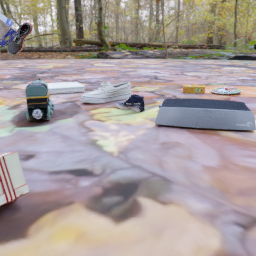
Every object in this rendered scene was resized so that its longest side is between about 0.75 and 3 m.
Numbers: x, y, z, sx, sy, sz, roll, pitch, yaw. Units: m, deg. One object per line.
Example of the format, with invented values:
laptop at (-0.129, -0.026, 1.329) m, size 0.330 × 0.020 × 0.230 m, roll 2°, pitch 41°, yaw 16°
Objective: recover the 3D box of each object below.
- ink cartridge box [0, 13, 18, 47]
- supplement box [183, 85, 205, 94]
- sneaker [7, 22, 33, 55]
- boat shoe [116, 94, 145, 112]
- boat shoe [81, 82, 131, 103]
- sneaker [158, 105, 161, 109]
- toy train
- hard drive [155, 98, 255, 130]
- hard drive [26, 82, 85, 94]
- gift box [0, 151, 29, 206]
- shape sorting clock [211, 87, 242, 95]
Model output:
ink cartridge box at (-3.144, -2.390, 6.315) m, size 0.701 × 0.246 × 1.174 m, roll -26°, pitch -44°, yaw 34°
supplement box at (3.469, -2.029, 14.697) m, size 1.136 × 0.378 × 0.391 m, roll 2°, pitch 17°, yaw 10°
sneaker at (-3.184, -2.625, 8.116) m, size 0.424 × 1.100 × 0.450 m, roll 31°, pitch 6°, yaw -15°
boat shoe at (0.092, -1.050, 11.013) m, size 1.363 × 0.632 × 0.509 m, roll 13°, pitch 21°, yaw 35°
boat shoe at (-0.929, -1.648, 12.591) m, size 2.610 × 0.858 × 0.939 m, roll -11°, pitch 20°, yaw -31°
sneaker at (1.633, -0.880, 10.777) m, size 0.929 × 0.444 × 0.369 m, roll 7°, pitch 18°, yaw 23°
toy train at (-3.098, -1.016, 9.790) m, size 0.950 × 1.270 × 2.229 m, roll -3°, pitch 18°, yaw -12°
hard drive at (2.479, -0.504, 9.199) m, size 2.973 × 0.629 × 2.005 m, roll 4°, pitch 17°, yaw 12°
hard drive at (-3.946, -2.145, 15.081) m, size 2.816 × 0.376 × 1.857 m, roll -6°, pitch 18°, yaw -22°
gift box at (-2.088, 0.865, 4.332) m, size 0.874 × 0.816 × 0.807 m, roll -7°, pitch 8°, yaw 37°
shape sorting clock at (5.127, -1.973, 14.635) m, size 1.544 × 0.303 × 1.544 m, roll 0°, pitch 17°, yaw 0°
